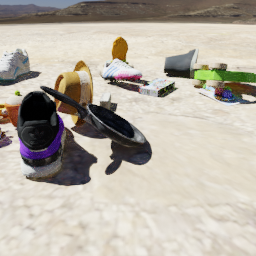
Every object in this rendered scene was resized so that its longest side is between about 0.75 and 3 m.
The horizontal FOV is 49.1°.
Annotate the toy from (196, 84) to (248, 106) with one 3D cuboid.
[{"bbox_3d":[3.347,-1.300,10.047,0.985,0.404,1.711,-12,27,-23],"label":"toy"}]

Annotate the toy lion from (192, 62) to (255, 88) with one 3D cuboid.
[{"bbox_3d":[3.883,-1.945,10.657,2.497,0.894,2.605,3,10,-6],"label":"toy lion"}]

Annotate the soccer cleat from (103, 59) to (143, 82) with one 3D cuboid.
[{"bbox_3d":[-0.282,-2.330,11.182,2.099,0.906,0.733,8,7,44],"label":"soccer cleat"}]

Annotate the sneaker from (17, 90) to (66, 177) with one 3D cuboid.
[{"bbox_3d":[-1.962,-0.230,6.433,1.007,1.441,2.897,-7,25,-14],"label":"sneaker"}]

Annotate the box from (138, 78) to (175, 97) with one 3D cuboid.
[{"bbox_3d":[1.130,-1.580,10.818,0.843,0.266,1.533,14,29,29],"label":"box"}]

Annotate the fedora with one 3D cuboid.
[{"bbox_3d":[-1.523,-0.916,7.446,0.737,1.806,1.806,-1,22,-30],"label":"fedora"}]

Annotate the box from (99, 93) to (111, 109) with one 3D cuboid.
[{"bbox_3d":[-0.734,-0.874,9.184,0.292,0.351,0.853,1,23,2],"label":"box"}]

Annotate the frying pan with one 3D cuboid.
[{"bbox_3d":[-0.574,-0.106,6.194,1.621,0.436,2.680,40,15,29],"label":"frying pan"}]

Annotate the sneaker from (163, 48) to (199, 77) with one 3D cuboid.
[{"bbox_3d":[2.595,-3.291,13.582,1.494,1.052,2.812,9,27,13],"label":"sneaker"}]

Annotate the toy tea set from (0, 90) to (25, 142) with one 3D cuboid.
[{"bbox_3d":[-3.600,-0.334,7.232,1.558,0.970,2.621,8,26,16],"label":"toy tea set"}]

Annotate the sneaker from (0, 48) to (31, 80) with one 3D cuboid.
[{"bbox_3d":[-5.360,-2.842,12.552,1.073,1.133,2.806,4,26,5],"label":"sneaker"}]

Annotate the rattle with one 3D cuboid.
[{"bbox_3d":[-0.705,-3.402,13.011,1.738,1.907,2.669,-18,31,8],"label":"rattle"}]
